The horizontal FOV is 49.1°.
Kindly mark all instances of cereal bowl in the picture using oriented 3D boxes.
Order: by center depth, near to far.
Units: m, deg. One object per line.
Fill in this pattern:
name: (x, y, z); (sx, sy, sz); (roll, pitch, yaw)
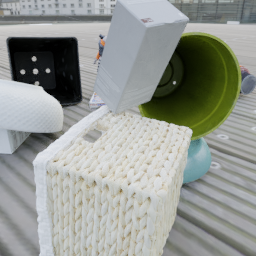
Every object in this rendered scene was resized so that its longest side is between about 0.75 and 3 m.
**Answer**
cereal bowl: (-3.336, -0.742, 8.300); (2.955, 1.230, 2.955); (11, 6, -1)

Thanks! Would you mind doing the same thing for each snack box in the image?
snack box: (-1.118, -1.317, 11.798); (0.715, 0.242, 1.987); (1, 25, 2)

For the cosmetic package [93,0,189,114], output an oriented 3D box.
cosmetic package: (0.133, -1.138, 4.542); (0.933, 1.748, 0.788); (-22, 59, -37)

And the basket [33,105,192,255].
basket: (-0.133, 1.094, 4.582); (1.768, 2.199, 2.179); (14, 28, 17)

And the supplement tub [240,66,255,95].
supplement tub: (4.515, -2.266, 12.573); (1.316, 1.316, 2.460); (-11, 27, -21)

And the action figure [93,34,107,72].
action figure: (-0.667, -2.526, 9.653); (1.392, 1.346, 0.728); (35, 51, 20)

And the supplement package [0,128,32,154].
supplement package: (-3.783, -0.059, 8.193); (1.369, 1.053, 1.431); (3, 26, 5)

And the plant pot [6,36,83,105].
plant pot: (-3.527, -2.282, 11.323); (2.565, 2.571, 2.281); (-10, 17, -28)

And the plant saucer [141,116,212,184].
plant saucer: (0.892, 0.319, 7.096); (2.572, 0.462, 2.572); (6, 35, -4)

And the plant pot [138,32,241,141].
plant pot: (1.152, -1.241, 7.191); (2.434, 2.434, 2.344); (-5, 22, -10)
